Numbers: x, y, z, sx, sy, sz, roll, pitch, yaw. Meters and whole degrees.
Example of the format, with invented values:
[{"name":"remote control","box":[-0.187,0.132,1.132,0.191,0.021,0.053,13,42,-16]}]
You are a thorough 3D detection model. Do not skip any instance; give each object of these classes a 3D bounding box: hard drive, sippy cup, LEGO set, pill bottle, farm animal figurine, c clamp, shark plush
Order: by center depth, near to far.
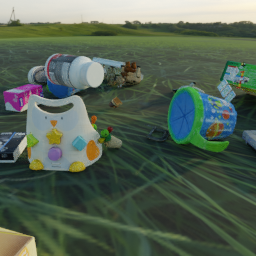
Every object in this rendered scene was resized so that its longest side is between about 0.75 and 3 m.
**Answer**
[{"name":"LEGO set","box":[2.856,-1.286,7.607,0.253,1.030,0.769,18,39,-24]},{"name":"sippy cup","box":[2.194,-0.305,8.140,1.541,2.103,1.651,4,-11,-20]},{"name":"c clamp","box":[0.846,0.170,8.708,0.878,0.139,1.028,10,22,11]},{"name":"pill bottle","box":[-1.995,-2.104,10.517,2.180,1.207,1.207,16,27,35]},{"name":"sippy cup","box":[-2.736,-2.179,12.647,1.701,2.166,1.587,32,39,3]},{"name":"shark plush","box":[2.706,-1.620,12.930,0.651,0.710,1.563,6,-9,-44]},{"name":"farm animal figurine","box":[-0.631,-2.647,14.390,2.409,1.211,1.945,3,2,16]},{"name":"hard drive","box":[-0.614,-3.419,16.087,2.678,0.352,1.766,22,1,44]}]

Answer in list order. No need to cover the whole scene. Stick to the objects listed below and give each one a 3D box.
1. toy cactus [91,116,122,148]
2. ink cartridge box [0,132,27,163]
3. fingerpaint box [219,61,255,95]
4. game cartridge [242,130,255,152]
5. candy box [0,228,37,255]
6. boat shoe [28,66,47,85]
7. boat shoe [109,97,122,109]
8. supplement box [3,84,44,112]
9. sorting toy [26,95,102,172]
[{"name":"toy cactus","box":[-0.739,0.246,7.629,1.203,0.746,1.458,18,-29,-29]},{"name":"ink cartridge box","box":[-3.283,0.438,7.786,0.825,0.325,1.659,-2,21,-2]},{"name":"fingerpaint box","box":[5.638,-1.855,11.521,2.265,0.996,2.714,11,13,-35]},{"name":"game cartridge","box":[4.066,0.544,7.526,1.250,0.370,1.928,-6,23,-3]},{"name":"candy box","box":[-2.682,1.882,3.747,2.472,0.684,1.427,7,22,17]},{"name":"boat shoe","box":[-4.028,-2.882,14.904,1.227,0.988,2.646,1,20,22]},{"name":"boat shoe","box":[-0.510,-0.951,10.913,0.363,0.364,1.009,-39,1,15]},{"name":"supplement box","box":[-4.149,-1.231,11.255,0.760,0.744,1.471,9,24,21]},{"name":"sorting toy","box":[-1.704,0.052,6.779,1.974,1.777,1.055,1,22,3]}]
